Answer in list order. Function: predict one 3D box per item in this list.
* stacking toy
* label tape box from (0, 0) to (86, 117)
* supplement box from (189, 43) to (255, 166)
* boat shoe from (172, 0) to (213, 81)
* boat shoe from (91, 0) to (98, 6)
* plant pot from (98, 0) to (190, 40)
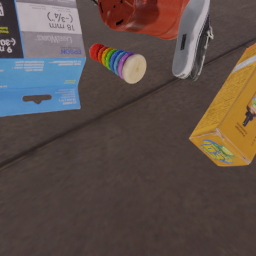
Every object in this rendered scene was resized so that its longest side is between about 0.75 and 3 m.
[{"bbox_3d":[-0.432,-2.135,8.606,0.877,0.877,2.055,-31,49,-31],"label":"stacking toy"},{"bbox_3d":[-1.865,-1.643,5.529,1.873,2.598,0.822,-9,-4,-31],"label":"label tape box"},{"bbox_3d":[1.847,-0.465,4.308,0.724,0.749,2.177,43,66,-11],"label":"supplement box"},{"bbox_3d":[1.720,-2.230,6.916,0.727,2.129,0.786,11,-2,-30],"label":"boat shoe"},{"bbox_3d":[-1.200,-4.968,10.900,0.379,1.110,0.410,-7,64,52],"label":"boat shoe"},{"bbox_3d":[0.523,-4.218,9.272,2.489,2.559,2.559,-16,41,-38],"label":"plant pot"}]
